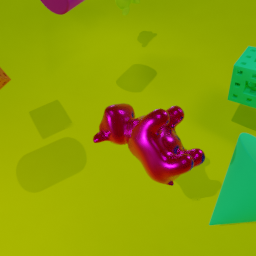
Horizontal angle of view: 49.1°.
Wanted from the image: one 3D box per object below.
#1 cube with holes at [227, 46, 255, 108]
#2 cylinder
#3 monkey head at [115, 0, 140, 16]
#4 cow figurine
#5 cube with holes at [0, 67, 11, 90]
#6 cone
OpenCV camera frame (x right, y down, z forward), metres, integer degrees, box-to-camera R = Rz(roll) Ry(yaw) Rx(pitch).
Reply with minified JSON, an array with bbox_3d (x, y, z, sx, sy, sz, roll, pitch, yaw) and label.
[{"bbox_3d":[3.314,-1.261,7.105,1.062,1.062,1.062,23,51,28],"label":"cube with holes"},{"bbox_3d":[-1.356,-3.207,6.128,1.042,1.042,1.042,29,59,20],"label":"cylinder"},{"bbox_3d":[-0.005,-4.428,9.538,0.867,1.205,0.726,-3,11,0],"label":"monkey head"},{"bbox_3d":[0.255,0.258,4.901,0.956,1.714,1.742,-14,75,-49],"label":"cow figurine"},{"bbox_3d":[-3.536,-1.191,6.460,0.932,0.932,0.932,-40,95,5],"label":"cube with holes"},{"bbox_3d":[1.910,1.191,4.682,1.585,1.591,1.585,30,28,-18],"label":"cone"}]
